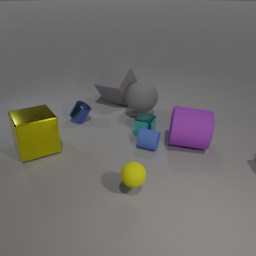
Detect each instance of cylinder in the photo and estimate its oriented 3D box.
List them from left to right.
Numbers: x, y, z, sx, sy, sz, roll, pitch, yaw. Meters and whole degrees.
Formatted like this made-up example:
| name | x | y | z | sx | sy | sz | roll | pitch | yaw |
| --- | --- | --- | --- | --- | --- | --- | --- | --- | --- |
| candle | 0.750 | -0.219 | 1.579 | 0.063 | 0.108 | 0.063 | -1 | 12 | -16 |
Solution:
| name | x | y | z | sx | sy | sz | roll | pitch | yaw |
| --- | --- | --- | --- | --- | --- | --- | --- | --- | --- |
| cylinder | -2.060 | -0.706 | 12.111 | 0.700 | 0.700 | 0.700 | 30 | 21 | -13 |
| cylinder | 0.755 | 0.410 | 10.253 | 0.700 | 0.700 | 0.700 | 12 | 30 | 16 |
| cylinder | 2.244 | -0.016 | 10.088 | 1.400 | 1.400 | 1.400 | 9 | 29 | 6 |

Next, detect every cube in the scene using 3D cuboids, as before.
| name | x | y | z | sx | sy | sz | roll | pitch | yaw |
| --- | --- | --- | --- | --- | --- | --- | --- | --- | --- |
| cube | -3.327 | 0.131 | 10.002 | 1.400 | 1.400 | 1.400 | -15 | 30 | -27 |
| cube | -0.525 | -2.118 | 13.648 | 1.400 | 1.400 | 1.400 | 14 | 65 | 29 |
| cube | 0.691 | -0.103 | 11.253 | 0.700 | 0.700 | 0.700 | 11 | 30 | 20 |

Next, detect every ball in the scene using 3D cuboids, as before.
| name | x | y | z | sx | sy | sz | roll | pitch | yaw |
| --- | --- | --- | --- | --- | --- | --- | --- | --- | --- |
| ball | 0.147 | 1.288 | 7.761 | 0.700 | 0.700 | 0.700 | 0 | 28 | 0 |
| ball | 0.622 | -1.376 | 12.371 | 1.400 | 1.400 | 1.400 | 0 | 28 | 0 |
